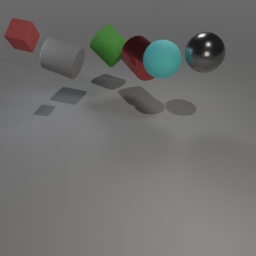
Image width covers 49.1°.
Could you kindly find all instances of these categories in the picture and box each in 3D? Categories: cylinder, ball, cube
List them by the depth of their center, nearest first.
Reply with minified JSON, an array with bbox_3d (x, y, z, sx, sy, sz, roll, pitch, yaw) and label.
[{"bbox_3d":[-3.357,-2.949,8.942,0.700,0.700,0.700,14,75,7],"label":"cube"},{"bbox_3d":[2.721,-2.669,9.938,1.400,1.400,1.400,0,33,0],"label":"ball"},{"bbox_3d":[1.259,-2.531,10.361,1.400,1.400,1.400,0,33,0],"label":"ball"},{"bbox_3d":[-2.694,-2.917,11.629,1.400,1.400,1.400,21,36,3],"label":"cylinder"},{"bbox_3d":[0.614,-2.916,11.685,1.400,1.400,1.400,-15,46,-22],"label":"cylinder"},{"bbox_3d":[-0.831,-3.812,13.090,1.400,1.400,1.400,44,40,-4],"label":"cylinder"}]
